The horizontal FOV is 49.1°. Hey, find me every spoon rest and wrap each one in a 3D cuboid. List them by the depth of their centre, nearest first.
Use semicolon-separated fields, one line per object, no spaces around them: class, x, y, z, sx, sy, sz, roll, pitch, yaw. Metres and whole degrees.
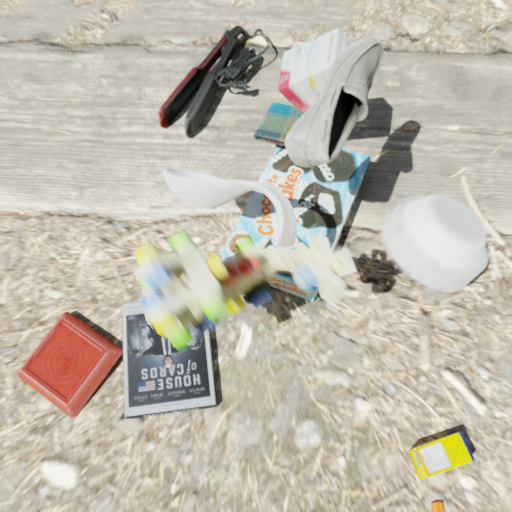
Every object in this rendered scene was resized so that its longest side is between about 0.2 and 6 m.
spoon rest;-0.408;-1.000;9.019;2.557;1.271;0.775;29;108;28

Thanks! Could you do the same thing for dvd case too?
dvd case;-1.602;1.765;10.126;1.595;0.262;2.122;-7;62;-3

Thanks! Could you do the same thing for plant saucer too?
plant saucer;-3.366;1.874;9.944;1.436;0.264;1.434;30;74;18

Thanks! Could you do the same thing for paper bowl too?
paper bowl;2.579;-0.275;7.849;1.458;0.758;1.458;16;45;-17

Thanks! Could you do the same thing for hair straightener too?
hair straightener;-0.717;-4.127;13.088;1.443;0.767;3.749;26;61;12

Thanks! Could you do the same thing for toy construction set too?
toy construction set;-0.254;0.277;7.343;2.913;1.910;1.342;-8;67;-24

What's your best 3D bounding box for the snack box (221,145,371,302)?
snack box;0.853;-0.910;11.330;1.947;0.622;3.351;20;64;10

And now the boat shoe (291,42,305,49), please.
boat shoe;1.709;-4.643;13.367;1.803;0.629;0.642;29;55;11

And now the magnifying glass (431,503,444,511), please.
magnifying glass;2.900;4.660;8.672;0.608;0.171;1.529;1;64;1

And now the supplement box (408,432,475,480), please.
supplement box;3.025;3.290;9.197;0.870;0.477;0.474;-15;62;-9

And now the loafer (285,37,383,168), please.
loafer;1.305;-2.210;8.093;0.813;0.815;2.330;18;71;41

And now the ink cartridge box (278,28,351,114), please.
ink cartridge box;1.154;-3.239;9.946;1.206;0.872;0.876;-9;61;40

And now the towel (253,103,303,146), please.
towel;0.843;-2.764;12.031;1.501;0.222;2.047;13;35;6
